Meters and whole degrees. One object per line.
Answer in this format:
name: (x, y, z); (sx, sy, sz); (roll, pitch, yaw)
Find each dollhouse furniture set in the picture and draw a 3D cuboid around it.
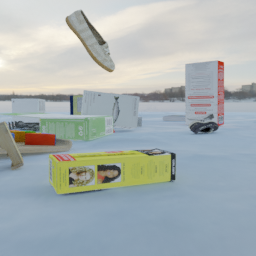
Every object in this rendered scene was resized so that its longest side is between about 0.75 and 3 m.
dollhouse furniture set: (-2.061, 0.402, 3.886); (0.985, 0.654, 0.863); (-25, 12, -18)

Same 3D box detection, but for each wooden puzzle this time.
wooden puzzle: (-2.323, 0.244, 5.555); (1.718, 0.429, 1.855); (5, 6, 44)

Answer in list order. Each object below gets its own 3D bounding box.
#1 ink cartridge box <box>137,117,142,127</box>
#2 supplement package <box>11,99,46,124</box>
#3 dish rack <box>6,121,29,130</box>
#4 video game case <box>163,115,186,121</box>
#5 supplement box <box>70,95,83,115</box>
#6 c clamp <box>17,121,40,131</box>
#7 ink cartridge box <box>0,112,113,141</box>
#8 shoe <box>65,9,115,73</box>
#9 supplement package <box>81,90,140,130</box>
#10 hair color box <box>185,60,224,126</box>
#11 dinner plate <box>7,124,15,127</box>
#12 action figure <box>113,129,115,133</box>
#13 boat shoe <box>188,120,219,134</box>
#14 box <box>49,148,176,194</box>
ink cartridge box: (-0.355, -0.306, 12.443); (1.027, 0.475, 1.885); (-3, 6, -36)
supplement package: (-5.130, -0.872, 14.594); (1.296, 1.287, 1.708); (0, 4, -4)
dish rack: (-4.175, -0.070, 9.795); (1.291, 0.352, 0.990); (-10, 9, -27)
video game case: (3.943, -0.628, 17.967); (2.883, 0.317, 2.628); (3, 5, 21)
supplement box: (-2.394, -1.332, 18.572); (2.381, 1.600, 2.384); (0, 4, 3)
c clamp: (-3.663, -0.101, 10.954); (1.960, 0.311, 2.294); (-3, 6, -34)
ink cartridge box: (-2.081, -0.103, 8.392); (2.851, 0.684, 2.075); (1, 4, 14)
shoe: (-1.342, -3.481, 11.409); (0.759, 2.845, 0.995); (-30, 28, 22)
supplement package: (-0.682, -0.620, 10.100); (1.965, 1.149, 1.153); (5, -4, -10)
hair color box: (3.591, -1.586, 13.142); (1.616, 2.913, 0.931); (3, 7, 39)
dinner plate: (-4.883, -0.108, 12.334); (0.989, 0.120, 0.989); (-1, 4, 0)
action figure: (-0.668, 0.050, 9.720); (0.289, 0.229, 0.884); (4, 4, -24)
boat shoe: (2.584, 0.052, 9.299); (1.369, 0.497, 0.429); (3, 44, -37)
box: (-0.162, 0.458, 3.208); (1.391, 0.349, 0.524); (-2, 5, -23)
